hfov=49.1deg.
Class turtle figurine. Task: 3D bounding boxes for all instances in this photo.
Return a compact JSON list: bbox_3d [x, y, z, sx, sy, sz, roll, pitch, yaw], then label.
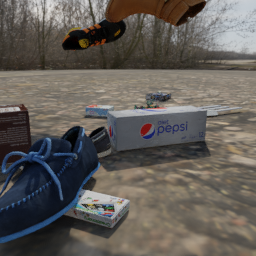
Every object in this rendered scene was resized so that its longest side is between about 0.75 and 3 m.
[{"bbox_3d":[0.818,-0.860,11.071,1.111,0.559,0.832,-13,-1,11],"label":"turtle figurine"}]

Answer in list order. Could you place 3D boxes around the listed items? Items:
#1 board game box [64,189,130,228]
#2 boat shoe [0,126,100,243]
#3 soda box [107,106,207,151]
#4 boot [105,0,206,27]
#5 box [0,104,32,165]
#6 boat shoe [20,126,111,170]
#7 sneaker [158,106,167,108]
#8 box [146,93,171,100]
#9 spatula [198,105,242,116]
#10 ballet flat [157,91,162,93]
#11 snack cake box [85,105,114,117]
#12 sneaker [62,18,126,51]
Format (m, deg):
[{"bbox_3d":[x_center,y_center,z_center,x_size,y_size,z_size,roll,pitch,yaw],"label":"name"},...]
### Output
[{"bbox_3d":[-0.489,1.138,4.062,0.886,0.153,0.559,7,16,25],"label":"board game box"},{"bbox_3d":[-1.245,0.606,4.185,1.188,0.969,2.823,-15,9,6],"label":"boat shoe"},{"bbox_3d":[0.765,-0.048,7.264,2.535,0.865,0.804,-6,15,-20],"label":"soda box"},{"bbox_3d":[0.612,-2.837,6.543,2.068,1.600,0.762,-38,-20,4],"label":"boot"},{"bbox_3d":[-2.652,0.111,6.095,0.937,1.129,0.927,-6,15,-26],"label":"box"},{"bbox_3d":[-1.279,0.395,5.944,2.080,0.652,0.756,-11,18,-37],"label":"boat shoe"},{"bbox_3d":[1.365,-0.521,9.897,0.405,0.464,1.032,-14,20,-43],"label":"sneaker"},{"bbox_3d":[1.615,-1.676,14.808,1.072,0.268,1.080,7,16,25],"label":"box"},{"bbox_3d":[3.378,-0.728,11.406,2.347,0.188,1.632,-7,10,-28],"label":"spatula"},{"bbox_3d":[1.770,-1.943,15.771,0.336,0.336,0.906,-2,14,-6],"label":"ballet flat"},{"bbox_3d":[-1.076,-0.670,10.759,0.976,0.328,0.561,5,17,20],"label":"snack cake box"},{"bbox_3d":[-1.269,-3.290,10.233,2.485,0.869,1.118,-5,40,23],"label":"sneaker"}]
